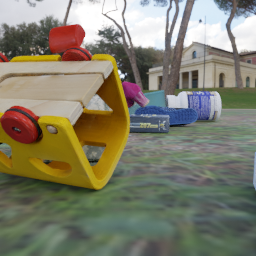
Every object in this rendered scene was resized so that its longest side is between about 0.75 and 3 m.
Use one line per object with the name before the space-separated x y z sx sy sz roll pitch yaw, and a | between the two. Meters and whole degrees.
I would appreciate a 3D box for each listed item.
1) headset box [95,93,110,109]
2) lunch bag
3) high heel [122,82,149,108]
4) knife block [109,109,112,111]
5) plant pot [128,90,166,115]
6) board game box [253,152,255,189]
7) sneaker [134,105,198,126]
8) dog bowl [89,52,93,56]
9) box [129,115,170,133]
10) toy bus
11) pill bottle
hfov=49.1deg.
headset box | -0.823 -0.839 10.081 1.646 1.433 0.764 -4 6 -38
lunch bag | -0.727 -0.027 3.773 1.052 0.882 0.733 -1 5 -7
high heel | -0.001 -1.020 8.137 0.873 0.613 1.820 42 3 -16
knife block | -1.295 -0.274 8.347 1.691 0.616 1.926 -2 6 -18
plant pot | 0.649 -0.816 11.687 1.778 1.256 1.256 -7 5 4
board game box | 1.610 0.434 1.549 1.545 0.337 1.552 0 5 18
sneaker | 1.217 -0.354 9.323 2.070 0.726 0.806 3 -4 -3
dog bowl | -1.709 -1.434 8.917 2.077 2.077 0.766 6 -33 50
box | 0.512 -0.151 7.947 1.315 0.425 1.668 2 6 9
toy bus | -1.046 -0.057 2.773 2.008 1.100 2.128 -25 40 -11
pill bottle | 2.684 -0.899 11.828 2.135 1.278 1.278 0 5 -2
